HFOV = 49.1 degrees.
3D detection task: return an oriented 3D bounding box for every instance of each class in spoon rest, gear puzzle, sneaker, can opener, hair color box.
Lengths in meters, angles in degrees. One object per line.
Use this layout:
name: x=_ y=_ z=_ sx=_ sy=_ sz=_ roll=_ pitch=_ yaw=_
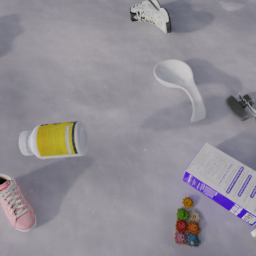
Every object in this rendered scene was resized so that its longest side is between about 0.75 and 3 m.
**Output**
spoon rest: x=1.921 y=-1.545 z=9.999 sx=1.390 sy=0.848 sz=2.797 roll=-19 pitch=58 yaw=-12
gear puzzle: x=1.651 y=2.499 z=7.600 sx=0.701 sy=0.177 sz=1.354 roll=9 pitch=56 yaw=6
sneaker: x=-3.132 y=1.955 z=7.543 sx=0.660 sy=0.916 sz=1.753 roll=-31 pitch=62 yaw=-22
can opener: x=4.332 y=-0.108 z=9.207 sx=0.918 sy=0.727 sz=2.762 roll=-40 pitch=56 yaw=16
hair color box: x=2.840 y=1.539 z=7.941 sx=2.254 sy=0.731 sz=1.232 roll=32 pitch=61 yaw=22
sneaker: x=0.909 y=-4.760 z=12.309 sx=1.455 sy=0.954 sz=2.529 roll=-19 pitch=49 yaw=-2

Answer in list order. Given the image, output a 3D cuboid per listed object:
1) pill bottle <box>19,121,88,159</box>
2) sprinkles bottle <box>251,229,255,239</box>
pill bottle: x=-1.882 y=0.324 z=7.150 sx=1.596 sy=0.894 sz=0.894 roll=-5 pitch=55 yaw=8
sprinkles bottle: x=3.562 y=3.052 z=7.123 sx=0.339 sy=0.339 sz=0.994 roll=-18 pitch=58 yaw=-12
